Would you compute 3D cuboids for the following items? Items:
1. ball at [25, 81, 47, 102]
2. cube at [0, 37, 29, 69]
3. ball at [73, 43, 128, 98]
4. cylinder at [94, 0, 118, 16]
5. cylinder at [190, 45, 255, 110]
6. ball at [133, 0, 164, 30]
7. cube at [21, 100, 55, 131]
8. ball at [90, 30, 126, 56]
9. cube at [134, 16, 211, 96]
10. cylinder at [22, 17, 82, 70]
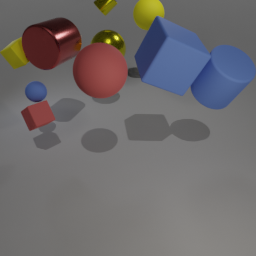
[{"bbox_3d":[-3.048,-1.204,9.288,0.700,0.700,0.700,0,34,0],"label":"ball"},{"bbox_3d":[-3.633,-2.497,9.325,0.700,0.700,0.700,-6,42,38],"label":"cube"},{"bbox_3d":[-0.711,-1.466,7.206,1.400,1.400,1.400,0,34,0],"label":"ball"},{"bbox_3d":[-0.901,-5.035,11.277,0.700,0.700,0.700,-41,32,15],"label":"cylinder"},{"bbox_3d":[2.805,-1.500,8.424,1.400,1.400,1.400,7,59,-12],"label":"cylinder"},{"bbox_3d":[0.928,-5.123,12.577,1.400,1.400,1.400,0,34,0],"label":"ball"},{"bbox_3d":[-2.917,-0.399,9.083,0.700,0.700,0.700,-27,6,-39],"label":"cube"},{"bbox_3d":[-0.777,-3.083,10.878,1.400,1.400,1.400,0,34,0],"label":"ball"},{"bbox_3d":[1.181,-2.010,7.893,1.400,1.400,1.400,16,38,-23],"label":"cube"},{"bbox_3d":[-2.450,-2.764,9.134,1.400,1.400,1.400,12,33,17],"label":"cylinder"}]
